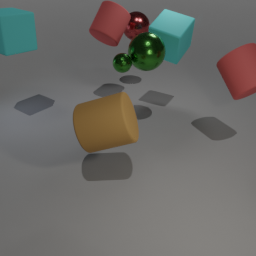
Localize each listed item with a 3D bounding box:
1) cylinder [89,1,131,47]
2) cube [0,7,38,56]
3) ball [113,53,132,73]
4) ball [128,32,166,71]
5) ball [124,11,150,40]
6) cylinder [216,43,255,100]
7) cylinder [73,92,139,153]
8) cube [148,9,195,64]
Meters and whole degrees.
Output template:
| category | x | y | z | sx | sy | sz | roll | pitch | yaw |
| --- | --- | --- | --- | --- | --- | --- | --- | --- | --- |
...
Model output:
| category | x | y | z | sx | sy | sz | roll | pitch | yaw |
| --- | --- | --- | --- | --- | --- | --- | --- | --- | --- |
| cylinder | -0.792 | -4.533 | 12.247 | 1.400 | 1.400 | 1.400 | 25 | -2 | 1 |
| cube | -4.474 | -3.667 | 10.564 | 1.400 | 1.400 | 1.400 | 24 | 36 | 30 |
| ball | -0.204 | -2.329 | 10.033 | 0.700 | 0.700 | 0.700 | 0 | 30 | 0 |
| ball | 0.692 | -2.823 | 10.392 | 1.400 | 1.400 | 1.400 | 0 | 30 | 0 |
| ball | 0.403 | -5.134 | 14.137 | 1.400 | 1.400 | 1.400 | 0 | 30 | 0 |
| cylinder | 3.917 | -1.864 | 9.394 | 1.400 | 1.400 | 1.400 | -17 | 78 | -27 |
| cylinder | -0.568 | -0.142 | 7.645 | 1.400 | 1.400 | 1.400 | -14 | 28 | 14 |
| cube | 1.772 | -3.785 | 11.634 | 1.400 | 1.400 | 1.400 | 26 | 61 | 19 |
